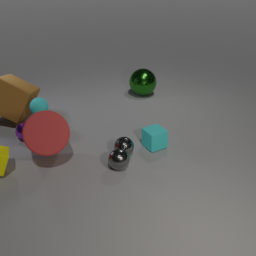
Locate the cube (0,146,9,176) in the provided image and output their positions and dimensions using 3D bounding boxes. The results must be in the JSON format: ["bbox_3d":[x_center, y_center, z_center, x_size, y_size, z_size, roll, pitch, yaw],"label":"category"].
[{"bbox_3d":[-4.123,0.968,8.638,0.700,0.700,0.700,15,15,-27],"label":"cube"}]

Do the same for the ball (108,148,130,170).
[{"bbox_3d":[-0.294,1.001,9.003,0.700,0.700,0.700,0,29,0],"label":"ball"}]

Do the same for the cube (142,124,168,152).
[{"bbox_3d":[0.963,0.353,10.144,0.700,0.700,0.700,-16,30,-25],"label":"cube"}]

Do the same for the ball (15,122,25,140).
[{"bbox_3d":[-3.899,0.107,10.618,0.700,0.700,0.700,0,29,0],"label":"ball"}]

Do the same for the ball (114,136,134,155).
[{"bbox_3d":[-0.141,0.644,9.678,0.700,0.700,0.700,0,29,0],"label":"ball"}]

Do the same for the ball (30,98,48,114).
[{"bbox_3d":[-3.462,-0.833,10.909,0.700,0.700,0.700,0,29,0],"label":"ball"}]

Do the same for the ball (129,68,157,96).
[{"bbox_3d":[0.766,-2.347,14.397,1.400,1.400,1.400,0,29,0],"label":"ball"}]

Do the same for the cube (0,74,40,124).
[{"bbox_3d":[-4.689,-1.232,11.517,1.400,1.400,1.400,26,14,-9],"label":"cube"}]

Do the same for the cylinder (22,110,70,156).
[{"bbox_3d":[-2.660,0.200,9.177,1.400,1.400,1.400,-9,-2,-16],"label":"cylinder"}]
